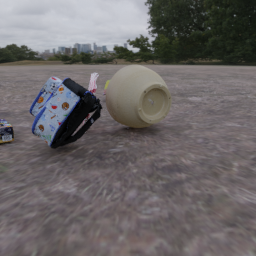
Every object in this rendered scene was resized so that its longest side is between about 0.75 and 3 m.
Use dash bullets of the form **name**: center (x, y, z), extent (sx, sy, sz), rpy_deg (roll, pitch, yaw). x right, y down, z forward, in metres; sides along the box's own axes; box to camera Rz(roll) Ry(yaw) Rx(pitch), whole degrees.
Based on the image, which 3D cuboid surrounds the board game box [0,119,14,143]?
- **board game box**: center (-3.629, 0.120, 6.776), extent (1.441, 0.409, 1.191), rpy_deg (-9, 16, -32)

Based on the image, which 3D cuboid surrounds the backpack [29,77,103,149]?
- **backpack**: center (-1.447, -0.316, 6.129), extent (1.185, 1.466, 1.539), rpy_deg (30, -1, 10)

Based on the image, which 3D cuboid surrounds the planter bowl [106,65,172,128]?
- **planter bowl**: center (0.419, -0.750, 7.516), extent (1.750, 1.750, 1.178), rpy_deg (-8, 20, -26)

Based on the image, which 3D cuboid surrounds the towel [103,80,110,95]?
- **towel**: center (-0.364, -1.939, 12.315), extent (1.559, 0.177, 1.119), rpy_deg (-13, 37, 19)

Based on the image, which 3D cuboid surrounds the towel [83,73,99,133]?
- **towel**: center (-1.024, -0.688, 7.620), extent (0.210, 1.401, 1.025), rpy_deg (9, 33, -11)
